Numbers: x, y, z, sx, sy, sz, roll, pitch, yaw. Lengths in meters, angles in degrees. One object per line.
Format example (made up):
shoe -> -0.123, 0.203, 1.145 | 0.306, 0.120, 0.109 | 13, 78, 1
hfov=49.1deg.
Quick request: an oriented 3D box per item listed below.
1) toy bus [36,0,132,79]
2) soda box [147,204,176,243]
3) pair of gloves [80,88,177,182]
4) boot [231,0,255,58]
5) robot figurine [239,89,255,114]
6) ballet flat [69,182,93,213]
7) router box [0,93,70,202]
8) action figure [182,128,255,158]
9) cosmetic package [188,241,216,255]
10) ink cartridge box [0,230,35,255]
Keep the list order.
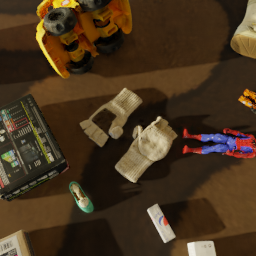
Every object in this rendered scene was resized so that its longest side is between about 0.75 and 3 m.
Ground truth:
toy bus -> -1.736, -3.290, 8.425 | 2.832, 1.921, 2.718 | -42, 60, -13
soda box -> 0.791, 2.280, 6.710 | 0.273, 0.293, 0.860 | -25, 68, -11
pair of gloves -> 0.056, 0.088, 7.616 | 1.937, 0.399, 2.278 | -40, 73, -16
boot -> 4.857, -2.979, 8.642 | 2.825, 1.028, 2.196 | 21, 68, 13
robot figurine -> 3.644, -0.753, 8.071 | 0.794, 0.231, 0.576 | 35, 73, 14
ballet flat -> -1.182, 1.710, 6.921 | 0.303, 0.316, 0.899 | -35, 75, -11
router box -> -2.790, 0.461, 7.268 | 1.726, 0.715, 2.303 | -28, 69, -12
action figure -> 2.641, 0.416, 7.413 | 2.295, 0.593, 0.751 | 3, 64, -1
cosmetic package -> 1.687, 3.192, 6.112 | 0.488, 0.671, 1.319 | -3, 65, -1
ink cartridge box -> -2.743, 3.016, 6.306 | 1.179, 0.443, 0.972 | -24, 67, -11
